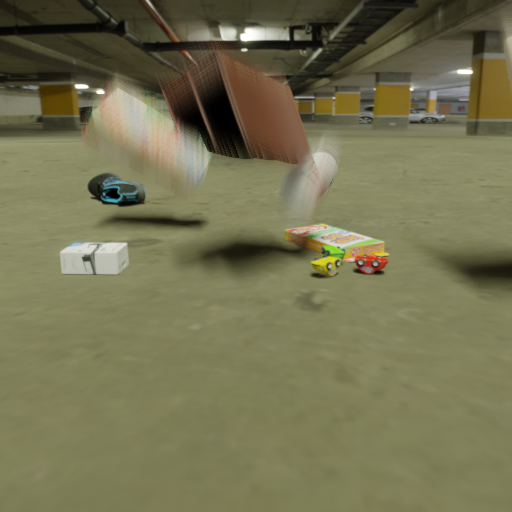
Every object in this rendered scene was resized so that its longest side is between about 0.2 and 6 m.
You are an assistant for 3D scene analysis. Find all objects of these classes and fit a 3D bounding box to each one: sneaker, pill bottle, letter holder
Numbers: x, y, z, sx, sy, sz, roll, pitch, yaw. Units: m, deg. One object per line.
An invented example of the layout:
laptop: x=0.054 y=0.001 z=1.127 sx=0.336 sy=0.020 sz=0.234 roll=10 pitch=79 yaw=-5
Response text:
sneaker: x=-3.319 y=-1.521 z=12.671 sx=1.743 sy=0.638 sz=0.714 roll=11 pitch=18 yaw=36
pill bottle: x=0.754 y=-1.065 z=7.735 sx=0.532 sy=0.532 sz=0.932 roll=7 pitch=32 yaw=26
letter holder: x=-0.134 y=-1.586 z=7.085 sx=0.883 sy=1.248 sz=1.755 roll=-25 pitch=-11 yaw=29

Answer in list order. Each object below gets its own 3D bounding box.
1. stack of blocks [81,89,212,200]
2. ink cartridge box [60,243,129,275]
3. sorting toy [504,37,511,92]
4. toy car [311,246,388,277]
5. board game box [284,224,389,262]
stack of blocks: x=-1.815 y=-1.950 z=9.736 sx=2.013 sy=0.590 sz=1.159 roll=30 pitch=36 yaw=-10
ink cartridge box: x=-2.123 y=0.032 z=7.413 sx=0.751 sy=0.316 sz=0.543 roll=0 pitch=15 yaw=2
sorting toy: x=3.295 y=-0.995 z=6.129 sx=1.917 sy=2.594 sz=0.382 roll=32 pitch=-40 yaw=-28
toy car: x=1.124 y=0.066 z=7.473 sx=1.028 sy=0.229 sz=0.968 roll=-2 pitch=15 yaw=-12
board game box: x=1.200 y=-0.213 z=8.582 sx=0.789 sy=0.248 sz=1.652 roll=-10 pitch=20 yaw=-29
